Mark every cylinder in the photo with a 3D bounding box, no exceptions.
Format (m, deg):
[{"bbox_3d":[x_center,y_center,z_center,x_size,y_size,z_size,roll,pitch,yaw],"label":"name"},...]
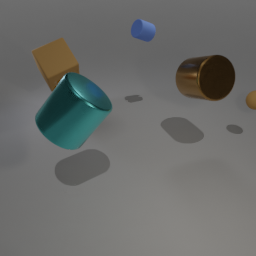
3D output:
[{"bbox_3d":[0.589,-3.775,10.863,0.700,0.700,0.700,4,23,-40],"label":"cylinder"},{"bbox_3d":[-1.340,-0.414,6.980,1.400,1.400,1.400,36,21,-17],"label":"cylinder"},{"bbox_3d":[2.487,-1.628,9.148,1.400,1.400,1.400,-11,13,-17],"label":"cylinder"}]

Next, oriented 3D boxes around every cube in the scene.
[{"bbox_3d":[-2.988,-2.637,11.809,1.400,1.400,1.400,-29,80,-14],"label":"cube"}]

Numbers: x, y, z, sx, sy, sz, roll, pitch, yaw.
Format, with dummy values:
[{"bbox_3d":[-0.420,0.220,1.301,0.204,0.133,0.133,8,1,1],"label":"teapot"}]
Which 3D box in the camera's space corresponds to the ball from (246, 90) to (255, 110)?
[{"bbox_3d":[4.644,-1.011,10.156,0.700,0.700,0.700,0,31,0],"label":"ball"}]
